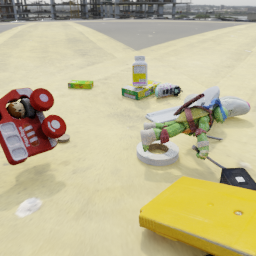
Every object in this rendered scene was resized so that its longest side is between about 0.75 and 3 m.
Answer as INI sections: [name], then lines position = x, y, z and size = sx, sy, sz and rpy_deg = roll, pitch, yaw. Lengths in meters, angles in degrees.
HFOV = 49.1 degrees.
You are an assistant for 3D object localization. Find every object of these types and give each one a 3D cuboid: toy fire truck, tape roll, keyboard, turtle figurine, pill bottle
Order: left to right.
[toy fire truck]
position = -2.568, -0.132, 6.966
size = 1.035, 1.846, 1.550
rpy_deg = -32, -8, 41
[pill bottle]
position = 0.506, -2.403, 11.899
size = 0.657, 1.260, 0.657
rpy_deg = 0, 6, 0
[tape roll]
position = 0.842, 0.664, 7.933
size = 1.215, 0.222, 1.215
rpy_deg = 1, 26, 0
[keyboard]
position = 2.074, -0.615, 10.680
size = 2.928, 0.156, 0.824
rpy_deg = -15, 35, -27
[turtle figurine]
position = 1.597, 0.362, 7.596
size = 2.270, 2.341, 1.685
rpy_deg = -9, 48, 13

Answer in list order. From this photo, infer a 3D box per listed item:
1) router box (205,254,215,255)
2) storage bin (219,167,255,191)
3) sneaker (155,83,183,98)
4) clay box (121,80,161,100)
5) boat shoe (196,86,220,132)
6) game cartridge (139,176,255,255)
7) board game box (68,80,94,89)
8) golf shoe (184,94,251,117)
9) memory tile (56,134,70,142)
[router box]
position = 1.830, 2.502, 3.934
size = 1.306, 0.447, 1.751
rpy_deg = -10, 28, -20
[storage bin]
position = 2.528, 1.315, 6.407
size = 0.592, 0.410, 0.875
rpy_deg = -1, 25, -4
[sneaker]
position = 1.872, -1.623, 12.187
size = 1.031, 0.573, 1.473
rpy_deg = 14, 30, 28
[clay box]
position = 0.651, -1.776, 12.651
size = 1.009, 0.418, 1.757
rpy_deg = 21, 34, 37
[boat shoe]
position = 2.630, -0.643, 9.262
size = 0.712, 0.587, 2.074
rpy_deg = -12, 31, 40
[game cartridge]
position = 1.562, 1.605, 5.330
size = 2.212, 0.359, 1.950
rpy_deg = 5, 17, 40
[board game box]
position = -2.272, -2.105, 13.511
size = 1.130, 0.269, 0.574
rpy_deg = 3, 26, 6
[golf shoe]
position = 3.168, -0.596, 10.026
size = 2.333, 0.879, 1.068
rpy_deg = 4, 43, 10
[memory tile]
position = -2.655, 0.195, 8.996
size = 1.217, 0.133, 1.588
rpy_deg = -15, 31, -28
